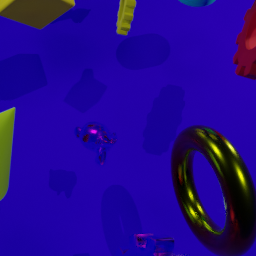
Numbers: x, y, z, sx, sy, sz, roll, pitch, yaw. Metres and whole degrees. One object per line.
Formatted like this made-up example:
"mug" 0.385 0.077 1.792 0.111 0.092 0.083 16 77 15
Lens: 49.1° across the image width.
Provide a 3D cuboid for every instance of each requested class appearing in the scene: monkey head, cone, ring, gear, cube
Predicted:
"monkey head" -0.622 0.287 5.306 0.666 1.106 0.796 15 91 -37
"cone" -2.221 0.215 4.481 1.487 1.487 1.492 47 107 13
"ring" 1.266 0.979 4.497 0.419 2.096 2.096 -11 72 -15
"gear" 0.321 2.511 3.910 0.356 1.924 1.924 11 69 -31
"gear" 2.611 -1.934 5.137 0.386 2.090 2.090 16 72 -1
"gear" -0.042 -2.595 6.131 0.196 1.059 1.059 7 71 -13
"cube" -2.050 -3.025 5.922 1.184 1.184 1.184 -19 81 31

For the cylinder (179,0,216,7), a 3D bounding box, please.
"cylinder" 1.694 -3.697 6.485 1.199 1.199 1.199 0 67 -1
